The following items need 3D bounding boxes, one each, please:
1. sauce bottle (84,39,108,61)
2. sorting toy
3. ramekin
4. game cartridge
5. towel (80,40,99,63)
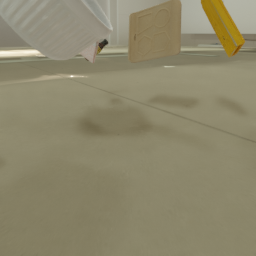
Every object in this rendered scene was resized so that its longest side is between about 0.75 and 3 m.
[{"bbox_3d":[-1.270,-3.141,11.177,1.123,0.371,0.371,-42,31,-7],"label":"sauce bottle"},{"bbox_3d":[0.867,-3.108,9.187,1.904,1.762,0.347,0,-2,36],"label":"sorting toy"},{"bbox_3d":[-1.756,-2.841,6.272,1.462,2.786,2.786,-36,13,15],"label":"ramekin"},{"bbox_3d":[2.740,-3.162,8.283,0.328,2.024,1.785,-27,-2,15],"label":"game cartridge"},{"bbox_3d":[-1.303,-2.715,9.392,0.142,0.841,0.880,-7,36,-38],"label":"towel"}]
